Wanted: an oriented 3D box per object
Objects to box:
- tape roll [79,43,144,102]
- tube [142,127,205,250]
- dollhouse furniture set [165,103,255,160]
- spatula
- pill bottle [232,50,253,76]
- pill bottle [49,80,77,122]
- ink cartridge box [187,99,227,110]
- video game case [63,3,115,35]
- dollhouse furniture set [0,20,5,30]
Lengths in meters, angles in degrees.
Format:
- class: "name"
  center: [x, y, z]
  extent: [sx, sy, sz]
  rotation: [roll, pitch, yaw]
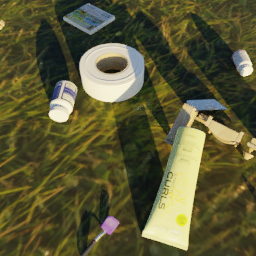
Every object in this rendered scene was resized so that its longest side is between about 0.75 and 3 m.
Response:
- class: "tape roll"
  center: [-0.511, -1.885, 9.340]
  extent: [2.146, 0.751, 2.146]
  rotation: [0, 52, 0]
- class: "tube"
  center: [1.210, 1.340, 6.626]
  extent: [0.792, 0.708, 2.729]
  rotation: [2, 70, 51]
- class: "dollhouse furniture set"
  center: [2.477, 0.485, 7.443]
  extent: [2.556, 1.325, 1.132]
  rotation: [30, 98, 21]
- class: "spatula"
  center: [-0.680, 2.501, 6.365]
  extent: [0.323, 0.118, 1.144]
  rotation: [33, 60, 24]
- class: "pill bottle"
  center: [4.008, -2.267, 9.788]
  extent: [0.501, 0.501, 0.884]
  rotation: [-2, 52, -2]
- class: "pill bottle"
  center: [-1.993, -0.818, 8.556]
  extent: [0.691, 0.691, 1.193]
  rotation: [4, 53, 3]
- class: "ink cartridge box"
  center: [2.309, -0.594, 8.329]
  extent: [0.900, 0.316, 1.107]
  rotation: [-2, 24, -3]
- class: "video game case"
  center: [-1.633, -4.623, 11.808]
  extent: [1.630, 0.187, 1.483]
  rotation: [35, 60, 23]
- class: "dollhouse furniture set"
  center: [-2.674, -1.836, 5.158]
  extent: [0.896, 0.464, 0.397]
  rotation: [-18, 52, 32]
